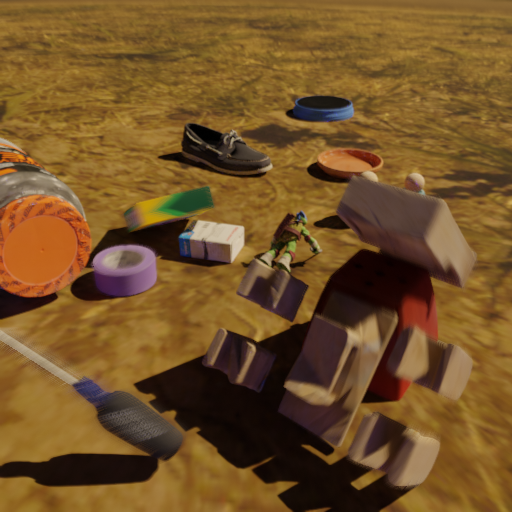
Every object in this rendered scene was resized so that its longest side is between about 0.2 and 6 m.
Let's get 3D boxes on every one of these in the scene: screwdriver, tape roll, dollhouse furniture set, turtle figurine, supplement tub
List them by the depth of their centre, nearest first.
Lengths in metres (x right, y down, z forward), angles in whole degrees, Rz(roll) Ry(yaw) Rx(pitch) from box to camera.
[{"bbox_3d":[-1.674,0.943,4.764,2.548,0.371,0.355,42,11,-11],"label":"screwdriver"},{"bbox_3d":[1.118,0.659,5.633,2.182,2.376,1.546,23,-5,35],"label":"dollhouse furniture set"},{"bbox_3d":[-1.796,0.190,7.687,0.824,0.350,0.824,1,27,0],"label":"tape roll"},{"bbox_3d":[-3.443,-0.581,7.749,1.650,1.650,2.692,-22,37,-33],"label":"supplement tub"},{"bbox_3d":[0.519,-0.074,8.168,0.711,0.988,0.958,32,59,9],"label":"turtle figurine"}]

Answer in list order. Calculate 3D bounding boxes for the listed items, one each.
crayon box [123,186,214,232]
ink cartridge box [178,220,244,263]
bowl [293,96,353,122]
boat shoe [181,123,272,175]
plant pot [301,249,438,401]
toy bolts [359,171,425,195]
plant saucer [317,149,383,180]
[{"bbox_3d":[-1.377,-0.708,8.633,1.111,0.375,1.288,-15,3,-21],"label":"crayon box"},{"bbox_3d":[-0.660,-0.222,8.424,0.830,0.350,0.606,9,31,15],"label":"ink cartridge box"},{"bbox_3d":[1.783,-3.930,14.867,1.611,0.316,1.611,0,30,0],"label":"bowl"},{"bbox_3d":[-0.665,-2.226,11.520,2.266,0.711,0.823,21,36,32],"label":"boat shoe"},{"bbox_3d":[1.311,0.639,6.225,1.219,1.075,1.220,19,36,30],"label":"plant pot"},{"bbox_3d":[2.215,-0.863,9.032,1.222,0.848,1.167,-6,31,-10],"label":"toy bolts"},{"bbox_3d":[1.888,-1.848,11.343,1.319,0.247,1.319,0,31,0],"label":"plant saucer"}]
